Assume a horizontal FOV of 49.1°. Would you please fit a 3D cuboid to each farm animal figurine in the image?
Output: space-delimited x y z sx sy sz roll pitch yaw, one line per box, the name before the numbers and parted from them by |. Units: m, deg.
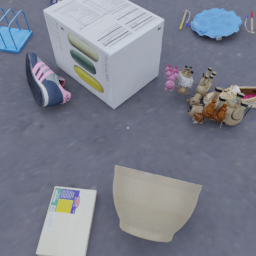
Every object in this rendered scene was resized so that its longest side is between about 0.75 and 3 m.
farm animal figurine | 1.959 -0.780 7.574 1.722 1.072 2.132 -14 49 -33

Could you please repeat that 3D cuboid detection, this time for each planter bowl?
planter bowl | 0.468 1.493 5.501 1.742 1.742 1.172 12 83 8

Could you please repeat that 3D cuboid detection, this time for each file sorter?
file sorter | -4.314 -3.354 9.376 1.656 1.016 1.149 10 55 7

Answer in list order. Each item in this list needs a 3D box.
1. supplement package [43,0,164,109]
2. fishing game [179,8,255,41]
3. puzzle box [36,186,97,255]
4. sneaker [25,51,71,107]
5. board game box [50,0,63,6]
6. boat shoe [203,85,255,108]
supplement package | -0.658 -2.365 8.026 2.620 1.989 1.974 38 62 24
fishing game | 3.162 -3.705 10.050 2.527 0.393 1.810 6 53 14
puzzle box | -1.256 1.986 5.970 0.978 0.187 1.470 5 54 4
sneaker | -2.413 -1.451 8.268 0.936 0.800 2.281 -8 51 -31
board game box | -2.381 -5.066 11.112 1.304 0.226 0.884 -3 54 -2
boat shoe | 3.007 -0.927 7.849 1.726 0.597 0.636 -3 54 -2
